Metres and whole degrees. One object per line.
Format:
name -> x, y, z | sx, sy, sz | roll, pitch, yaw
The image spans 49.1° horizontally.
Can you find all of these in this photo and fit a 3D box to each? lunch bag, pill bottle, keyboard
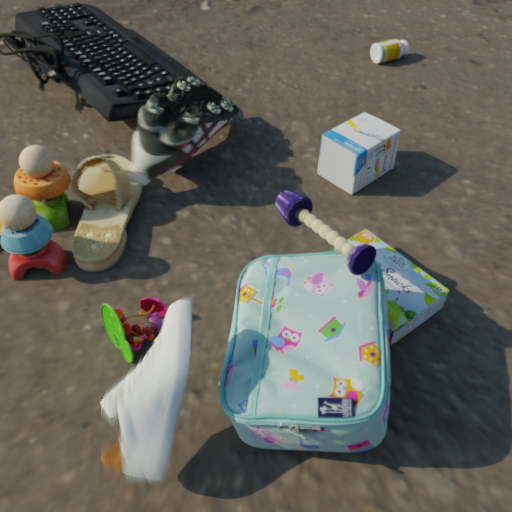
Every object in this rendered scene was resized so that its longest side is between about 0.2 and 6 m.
lunch bag -> 0.572, 1.068, 6.583 | 1.935, 0.930, 2.413 | -1, 50, 12
pill bottle -> 3.098, -4.753, 12.971 | 0.808, 0.449, 0.449 | -18, 48, -17
keyboard -> -3.642, -4.473, 11.751 | 2.786, 1.061, 5.353 | -28, 50, -25

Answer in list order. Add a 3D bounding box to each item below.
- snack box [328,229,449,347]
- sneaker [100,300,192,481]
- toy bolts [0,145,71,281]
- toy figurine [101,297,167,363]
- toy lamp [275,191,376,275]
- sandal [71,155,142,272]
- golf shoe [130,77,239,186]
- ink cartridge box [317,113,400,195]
snack box -> 1.689, 0.397, 7.860 | 1.126, 0.419, 1.583 | -29, 52, -26
sneaker -> -1.150, 1.319, 5.811 | 0.788, 0.678, 1.862 | 14, 79, -10
toy bolts -> -3.619, -0.668, 8.290 | 1.798, 1.306, 1.883 | -13, 47, -12
toy figurine -> -1.499, 0.876, 7.376 | 0.774, 0.631, 0.841 | -22, 71, -33
toy lamp -> 0.795, -0.349, 6.906 | 0.452, 0.452, 1.552 | -27, 45, -25
sandal -> -2.457, -1.115, 8.980 | 1.071, 0.961, 2.921 | -3, 45, -4
golf shoe -> -1.340, -2.288, 9.941 | 1.159, 1.322, 3.002 | 37, 34, 2
ink cartridge box -> 1.784, -1.801, 9.747 | 1.153, 0.849, 0.834 | -33, 54, -28
